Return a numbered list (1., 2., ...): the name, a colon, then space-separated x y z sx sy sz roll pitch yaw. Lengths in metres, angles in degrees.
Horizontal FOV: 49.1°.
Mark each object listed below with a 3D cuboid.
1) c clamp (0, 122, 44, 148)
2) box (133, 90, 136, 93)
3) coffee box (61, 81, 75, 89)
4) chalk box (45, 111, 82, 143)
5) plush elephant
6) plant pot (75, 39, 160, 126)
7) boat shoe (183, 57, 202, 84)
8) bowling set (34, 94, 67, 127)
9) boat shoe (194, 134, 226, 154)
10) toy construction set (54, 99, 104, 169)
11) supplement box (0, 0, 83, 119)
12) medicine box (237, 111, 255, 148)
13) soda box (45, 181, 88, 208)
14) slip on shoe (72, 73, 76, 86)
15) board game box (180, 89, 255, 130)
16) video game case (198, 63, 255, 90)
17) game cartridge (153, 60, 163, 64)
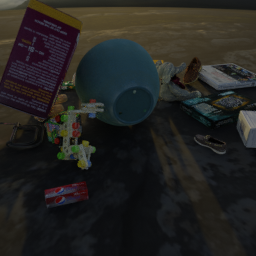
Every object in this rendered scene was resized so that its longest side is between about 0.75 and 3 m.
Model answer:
1. c clamp: -3.599 0.233 9.382 1.561 0.247 1.827 -4 27 -17
2. box: -0.544 -1.180 10.952 1.515 0.805 1.153 0 26 27
3. coffee box: -2.778 -2.063 13.468 0.932 0.205 0.573 -7 30 -11
4. chalk box: -2.147 0.057 9.102 0.751 0.755 1.214 14 30 23
5. plush elephant: 1.859 -2.113 12.015 2.191 1.696 1.805 -9 30 -16
6. plant pot: -0.123 -1.207 9.296 2.940 2.940 1.980 -10 36 -17
7. boat shoe: 3.216 -2.915 14.191 0.731 0.686 2.031 -1 38 32
8. bowling set: -3.008 -1.023 10.378 1.168 1.514 2.175 -25 34 -35
9. boat shoe: 2.597 0.429 8.860 0.406 0.336 1.129 -21 35 -32
10. toy construction set: -1.427 0.119 7.985 1.362 2.078 0.957 -3 -20 41
11. supplement box: -2.586 -1.927 8.416 1.523 2.952 1.933 20 2 -14
12. medicine box: 4.462 0.045 9.143 1.409 0.725 1.283 4 29 5
13. soda box: -1.475 1.603 6.747 0.990 0.347 0.314 -9 30 -16
14. slip on shoe: -1.971 -2.366 13.145 0.553 0.669 1.806 12 23 26
15. board game box: 3.701 -0.810 10.998 2.743 0.386 1.855 -15 34 -25
16. video game case: 5.073 -2.708 14.507 2.692 0.346 2.961 -8 29 -13
17. game cartridge: 1.674 -3.847 16.745 0.888 0.163 1.008 3 32 6
